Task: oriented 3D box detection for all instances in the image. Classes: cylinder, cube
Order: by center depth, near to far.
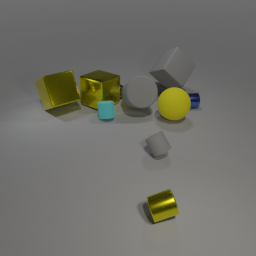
[{"bbox_3d":[0.918,2.072,7.505,0.700,0.700,0.700,-18,32,-1],"label":"cylinder"},{"bbox_3d":[1.072,0.568,9.926,0.700,0.700,0.700,-29,-2,-1],"label":"cylinder"},{"bbox_3d":[-0.957,-0.799,12.348,0.700,0.700,0.700,-4,13,1],"label":"cylinder"},{"bbox_3d":[0.486,-1.580,12.674,1.400,1.400,1.400,-6,4,-10],"label":"cylinder"},{"bbox_3d":[-3.230,-1.711,12.890,1.400,1.400,1.400,-21,8,-31],"label":"cube"},{"bbox_3d":[2.990,-1.307,13.337,0.700,0.700,0.700,-3,31,-4],"label":"cylinder"},{"bbox_3d":[-1.336,-1.851,13.493,1.400,1.400,1.400,21,34,30],"label":"cube"},{"bbox_3d":[2.207,-2.960,14.010,1.400,1.400,1.400,-58,24,-12],"label":"cube"}]

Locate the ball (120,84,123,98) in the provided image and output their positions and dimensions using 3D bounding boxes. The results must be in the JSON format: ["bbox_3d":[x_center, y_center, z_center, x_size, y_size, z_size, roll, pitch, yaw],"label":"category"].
[{"bbox_3d":[-0.465,-1.873,14.254,0.700,0.700,0.700,0,31,0],"label":"ball"}]

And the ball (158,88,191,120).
[{"bbox_3d":[1.982,-1.036,12.057,1.400,1.400,1.400,0,31,0],"label":"ball"}]
